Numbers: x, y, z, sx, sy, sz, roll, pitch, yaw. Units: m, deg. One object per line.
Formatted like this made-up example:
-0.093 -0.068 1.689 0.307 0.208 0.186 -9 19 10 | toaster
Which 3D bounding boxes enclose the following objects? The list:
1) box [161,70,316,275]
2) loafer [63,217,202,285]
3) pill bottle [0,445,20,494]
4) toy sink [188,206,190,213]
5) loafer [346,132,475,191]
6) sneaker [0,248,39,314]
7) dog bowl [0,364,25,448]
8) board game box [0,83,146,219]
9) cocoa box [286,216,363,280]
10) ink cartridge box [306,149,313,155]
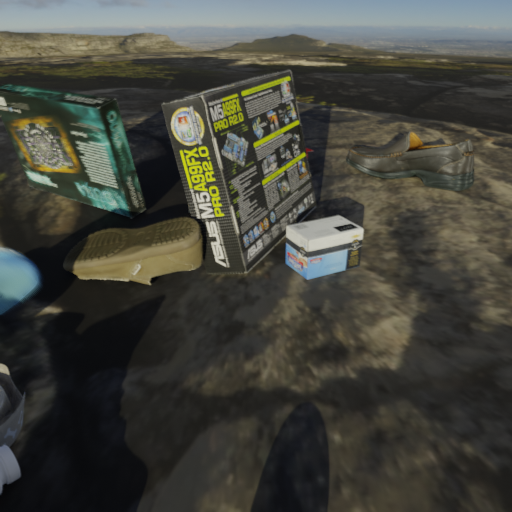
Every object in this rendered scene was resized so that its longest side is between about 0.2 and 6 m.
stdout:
-0.072 -1.730 10.528 0.826 2.990 3.732 -4 21 28 | box
-2.043 0.058 9.395 2.586 0.872 0.983 -8 36 21 | loafer
-2.731 2.170 5.291 0.489 0.489 0.872 22 33 39 | pill bottle
-1.141 -1.403 12.778 0.648 0.557 0.994 3 25 6 | toy sink
3.981 -2.637 14.588 3.423 1.237 1.246 14 30 29 | loafer
-4.038 0.972 7.286 1.327 1.156 2.950 23 44 30 | sneaker
-3.317 1.798 6.120 1.570 0.460 1.570 1 25 0 | dog bowl
-4.236 -2.404 12.558 3.784 2.560 0.533 18 43 32 | board game box
1.195 -0.161 9.913 1.158 0.760 0.772 -13 28 -25 | cocoa box
0.975 -2.788 15.893 1.190 0.400 0.692 -17 30 -32 | ink cartridge box
